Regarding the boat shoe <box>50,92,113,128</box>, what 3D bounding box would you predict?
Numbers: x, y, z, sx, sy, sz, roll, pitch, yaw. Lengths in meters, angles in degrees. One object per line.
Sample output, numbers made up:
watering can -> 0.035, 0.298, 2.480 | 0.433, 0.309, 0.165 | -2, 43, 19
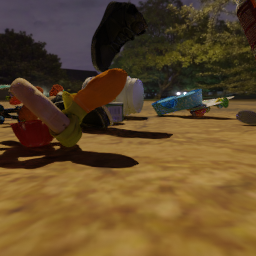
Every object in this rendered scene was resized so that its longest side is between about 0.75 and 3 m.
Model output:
boat shoe -> -1.587, -0.383, 8.562 | 2.987, 1.073, 1.010 | 14, 45, 44

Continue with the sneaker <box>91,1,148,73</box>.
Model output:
sneaker -> -0.304, -3.267, 9.962 | 1.587, 2.770, 1.059 | 13, -14, 32

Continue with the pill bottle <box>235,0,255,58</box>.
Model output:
pill bottle -> 3.855, -3.062, 7.702 | 1.396, 2.445, 1.396 | -19, -8, -3

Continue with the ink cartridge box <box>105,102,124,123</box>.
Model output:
ink cartridge box -> -1.434, -0.597, 10.408 | 2.441, 0.724, 1.267 | 6, 9, 44

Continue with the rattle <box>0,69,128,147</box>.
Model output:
rattle -> -1.509, -0.852, 5.750 | 1.653, 1.814, 2.539 | 29, 1, -36

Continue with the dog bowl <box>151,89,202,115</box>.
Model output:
dog bowl -> 2.376, -1.210, 13.499 | 2.617, 0.649, 1.459 | -13, 10, 39

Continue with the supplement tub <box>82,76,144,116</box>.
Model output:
supplement tub -> -0.699, -1.492, 13.196 | 2.566, 1.866, 1.866 | 3, 7, 22

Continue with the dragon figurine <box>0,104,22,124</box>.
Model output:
dragon figurine -> -4.654, -0.486, 9.576 | 1.182, 0.699, 2.377 | 5, 7, 38

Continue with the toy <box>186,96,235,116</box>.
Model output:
toy -> 3.537, -0.916, 13.130 | 1.497, 0.614, 2.600 | -21, 6, -34

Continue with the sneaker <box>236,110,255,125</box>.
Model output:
sneaker -> 4.295, -0.307, 9.413 | 1.308, 0.483, 0.536 | 9, -2, 14

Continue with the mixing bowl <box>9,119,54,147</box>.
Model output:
mixing bowl -> -1.731, 0.090, 5.313 | 0.889, 0.482, 0.889 | -7, 7, 1

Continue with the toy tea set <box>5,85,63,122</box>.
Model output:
toy tea set -> -3.169, -0.846, 10.136 | 2.275, 0.842, 1.353 | -17, 58, -44
